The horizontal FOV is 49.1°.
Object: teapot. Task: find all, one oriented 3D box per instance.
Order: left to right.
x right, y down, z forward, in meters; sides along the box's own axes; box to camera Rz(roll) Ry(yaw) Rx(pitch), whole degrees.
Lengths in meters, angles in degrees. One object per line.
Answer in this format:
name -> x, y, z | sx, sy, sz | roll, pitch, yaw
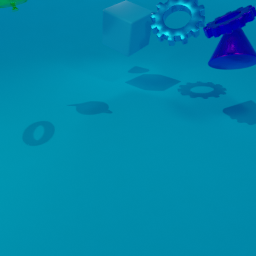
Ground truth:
teapot -> -2.822, -3.132, 6.589 | 1.546, 0.757, 0.961 | -1, 25, 34

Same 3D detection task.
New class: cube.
cube -> -0.028, -3.331, 9.352 | 1.200, 1.200, 1.200 | 33, 51, 23

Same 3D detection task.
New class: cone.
cone -> 2.799, -2.365, 7.443 | 1.297, 1.302, 1.297 | 2, -4, 0

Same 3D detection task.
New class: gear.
gear -> 1.493, -3.260, 8.430 | 1.597, 0.295, 1.597 | -5, 72, 15
gear -> 2.367, -2.486, 6.559 | 1.171, 0.217, 1.171 | -25, 23, 11
